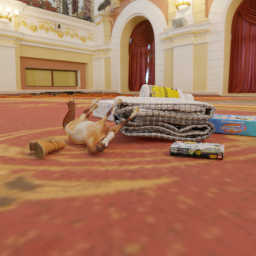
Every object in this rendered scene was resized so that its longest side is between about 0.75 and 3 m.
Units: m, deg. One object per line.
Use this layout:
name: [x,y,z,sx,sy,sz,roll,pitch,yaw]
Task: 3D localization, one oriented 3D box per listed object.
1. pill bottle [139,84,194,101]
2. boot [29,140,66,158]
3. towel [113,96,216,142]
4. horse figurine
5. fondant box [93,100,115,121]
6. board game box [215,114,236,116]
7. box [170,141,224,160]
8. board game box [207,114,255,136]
pill bottle: [1.568,-1.092,11.578,2.108,1.173,1.173,6,6,-13]
boot: [-1.582,0.419,5.713,0.670,0.331,0.863,0,0,-33]
towel: [0.837,-0.259,7.794,2.545,1.089,2.107,1,9,-6]
horse figurine: [-0.869,-0.088,6.673,2.407,0.601,1.595,11,53,43]
fondant box: [-0.303,-0.879,13.106,1.975,0.797,2.737,-4,8,-25]
board game box: [3.295,-0.338,10.951,1.766,0.304,1.196,3,8,21]
box: [1.412,0.441,5.688,1.021,0.204,0.699,3,8,20]
board game box: [3.443,-0.110,8.756,2.000,0.450,1.521,5,10,35]
